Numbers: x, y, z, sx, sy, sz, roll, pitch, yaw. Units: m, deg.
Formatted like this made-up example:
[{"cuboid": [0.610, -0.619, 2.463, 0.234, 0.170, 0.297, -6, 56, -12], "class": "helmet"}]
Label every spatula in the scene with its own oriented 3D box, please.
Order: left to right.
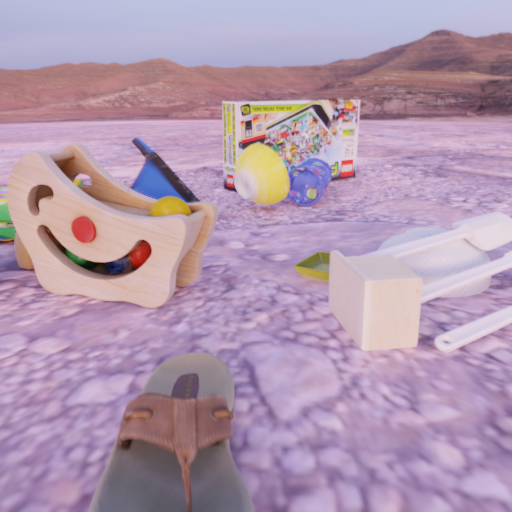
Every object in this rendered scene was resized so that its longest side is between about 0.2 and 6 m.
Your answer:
[{"cuboid": [2.734, 0.191, 6.850, 2.848, 0.229, 1.980, -16, 45, -25], "class": "spatula"}]

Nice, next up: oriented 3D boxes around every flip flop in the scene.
[{"cuboid": [-0.520, 1.173, 3.863, 1.004, 0.712, 2.475, 0, 17, -1], "class": "flip flop"}]

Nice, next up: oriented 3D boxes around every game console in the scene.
[{"cuboid": [-1.525, -0.905, 8.808, 0.899, 1.519, 1.297, -44, 44, -4], "class": "game console"}]

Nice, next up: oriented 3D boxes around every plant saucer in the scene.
[{"cuboid": [1.100, 0.193, 8.005, 0.876, 0.210, 0.878, 10, 20, 30], "class": "plant saucer"}]

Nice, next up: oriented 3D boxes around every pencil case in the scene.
[{"cuboid": [1.239, -1.807, 13.422, 0.988, 0.887, 2.274, 24, 19, 6], "class": "pencil case"}]

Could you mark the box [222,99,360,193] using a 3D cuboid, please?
[{"cuboid": [1.041, -3.108, 15.349, 4.189, 2.305, 0.727, -12, 21, -33], "class": "box"}]

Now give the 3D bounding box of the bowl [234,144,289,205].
[{"cuboid": [-0.030, -1.620, 11.956, 0.731, 1.358, 1.358, -36, 35, -32], "class": "bowl"}]

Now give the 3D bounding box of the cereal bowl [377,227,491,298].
[{"cuboid": [2.465, 0.002, 7.862, 1.616, 0.673, 1.616, 0, 16, 0], "class": "cereal bowl"}]

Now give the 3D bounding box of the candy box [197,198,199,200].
[{"cuboid": [-1.793, -0.950, 11.491, 0.908, 0.387, 1.082, 5, 17, 17], "class": "candy box"}]

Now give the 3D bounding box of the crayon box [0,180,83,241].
[{"cuboid": [-4.404, -0.802, 10.100, 2.497, 0.727, 1.483, -8, 18, -10], "class": "crayon box"}]

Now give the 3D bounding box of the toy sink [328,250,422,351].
[{"cuboid": [1.301, 0.434, 6.228, 0.669, 0.778, 1.194, -3, 16, -10], "class": "toy sink"}]

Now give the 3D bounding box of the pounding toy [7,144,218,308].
[{"cuboid": [-1.999, -0.586, 7.667, 3.247, 1.857, 1.863, 6, 20, 20], "class": "pounding toy"}]
